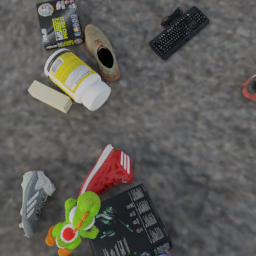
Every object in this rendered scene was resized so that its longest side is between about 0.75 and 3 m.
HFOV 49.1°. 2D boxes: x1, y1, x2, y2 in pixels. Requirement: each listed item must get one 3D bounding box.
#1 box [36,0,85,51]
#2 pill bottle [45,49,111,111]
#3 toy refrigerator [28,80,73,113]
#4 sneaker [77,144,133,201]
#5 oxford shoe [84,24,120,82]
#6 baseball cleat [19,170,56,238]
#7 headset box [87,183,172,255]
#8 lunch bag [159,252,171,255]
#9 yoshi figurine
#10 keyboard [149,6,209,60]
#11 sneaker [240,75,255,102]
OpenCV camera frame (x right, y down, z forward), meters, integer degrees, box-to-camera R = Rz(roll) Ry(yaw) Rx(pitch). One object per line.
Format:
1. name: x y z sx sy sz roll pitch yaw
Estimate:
1. box: -2.298 -3.547 9.489 1.359 0.375 1.696 -12 74 -4
2. pill bottle: -1.507 -1.438 8.489 1.880 1.074 1.074 41 77 11
3. toy refrigerator: -2.379 -0.978 8.665 1.263 0.479 0.442 26 75 8
4. sneaker: -0.528 1.510 7.780 1.137 0.771 1.969 25 76 9
5. oxford shoe: -0.831 -2.578 8.971 0.760 0.807 2.159 -26 75 -8
6. baseball cleat: -2.465 2.030 7.686 0.945 0.619 1.776 -8 74 -2
7. headset box: -0.099 2.603 7.080 1.886 0.875 1.642 -24 50 -8
8. lunch bag: 0.659 4.163 7.011 1.502 0.708 1.875 -16 73 -3
9. yoshi figurine: -1.127 2.097 6.403 1.721 0.967 0.964 -51 45 26
10. keyboard: 1.638 -3.383 9.417 2.280 0.452 1.187 -42 78 -12
11. sneaker: 4.417 -1.546 8.549 2.142 1.047 0.757 -28 78 -7
